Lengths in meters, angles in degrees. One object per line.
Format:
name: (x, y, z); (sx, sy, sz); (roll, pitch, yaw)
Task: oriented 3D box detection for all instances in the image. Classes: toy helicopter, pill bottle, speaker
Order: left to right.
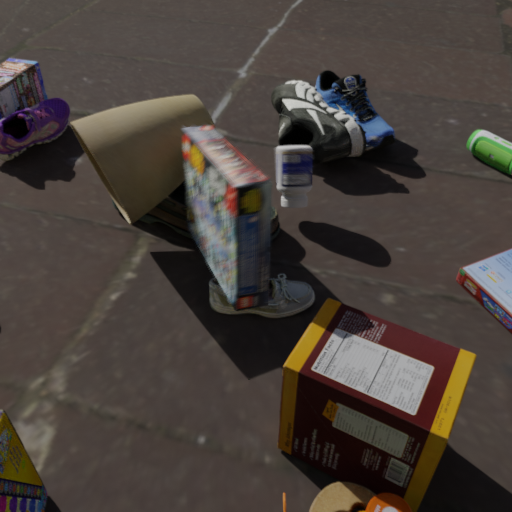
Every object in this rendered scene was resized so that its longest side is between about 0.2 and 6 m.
pill bottle: (0.632, -1.317, 9.290); (0.591, 0.987, 0.591); (-1, 15, 0)
toy helicopter: (0.672, 3.001, 5.139); (1.239, 0.739, 1.873); (13, 50, 13)
speaker: (4.658, -1.969, 10.727); (0.529, 0.529, 1.197); (-26, 48, -26)

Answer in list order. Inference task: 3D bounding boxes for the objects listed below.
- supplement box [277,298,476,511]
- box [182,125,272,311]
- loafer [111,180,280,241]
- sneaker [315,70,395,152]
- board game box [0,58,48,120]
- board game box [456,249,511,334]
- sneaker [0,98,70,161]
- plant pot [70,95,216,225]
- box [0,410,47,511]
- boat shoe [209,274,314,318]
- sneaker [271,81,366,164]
supplement box: (1.204, 1.599, 5.971); (1.625, 1.603, 1.079); (21, 46, 21)
box: (-0.432, -0.582, 7.142); (0.462, 1.587, 2.318); (-9, 30, -18)
loafer: (-1.079, -0.955, 9.266); (3.035, 0.955, 1.091); (13, 42, 14)
sneaker: (1.893, -3.004, 11.409); (1.006, 1.141, 2.560); (-21, 47, -21)
board game box: (-5.075, -3.206, 11.589); (0.719, 1.184, 1.485); (12, 43, 13)
board game box: (4.496, 1.030, 7.564); (1.706, 0.322, 3.313); (-19, 45, -18)
sneaker: (-4.416, -2.610, 11.039); (0.771, 0.848, 1.918); (49, 55, -6)
plant pot: (-1.538, -1.636, 8.455); (1.808, 1.693, 1.693); (-31, 49, -12)
box: (-3.484, 2.908, 4.468); (2.762, 1.685, 2.660); (-3, 42, -4)
boat shoe: (0.083, 0.526, 7.996); (1.513, 0.485, 0.558); (1, 42, 1)
sneaker: (0.856, -2.671, 11.173); (1.299, 0.954, 2.871); (-24, 45, -17)
